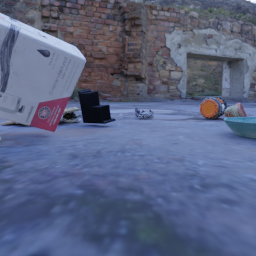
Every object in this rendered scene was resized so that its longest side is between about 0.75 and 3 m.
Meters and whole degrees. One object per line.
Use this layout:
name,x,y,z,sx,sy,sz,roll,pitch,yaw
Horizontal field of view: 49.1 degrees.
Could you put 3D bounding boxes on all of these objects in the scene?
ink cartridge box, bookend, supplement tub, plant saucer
ink cartridge box,-2.399,-1.158,5.606,2.496,1.829,1.033,17,21,-32
bookend,-0.929,-0.656,8.231,0.996,1.002,0.461,2,15,45
supplement tub,3.335,-0.789,11.012,0.860,0.860,1.403,4,7,30
plant saucer,3.145,-0.003,6.103,2.032,0.365,2.032,1,6,0

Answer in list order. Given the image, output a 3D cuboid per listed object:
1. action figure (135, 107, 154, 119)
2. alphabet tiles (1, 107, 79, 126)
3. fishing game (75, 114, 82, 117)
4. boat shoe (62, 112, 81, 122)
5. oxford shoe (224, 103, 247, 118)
action figure,0.597,-0.551,11.062,0.752,0.401,1.156,4,8,-14
alphabet tiles,-2.868,-0.437,9.442,2.340,0.089,2.812,-12,9,-13
fishing game,-2.228,-0.566,12.247,1.039,0.161,0.744,6,11,40
boat shoe,-1.968,-0.389,9.610,0.370,0.365,1.028,-6,9,-44
oxford shoe,3.938,-0.507,10.315,0.695,0.666,1.882,-22,-3,19
